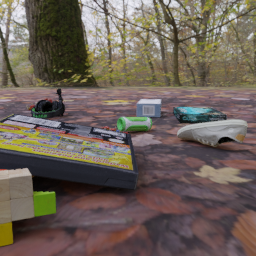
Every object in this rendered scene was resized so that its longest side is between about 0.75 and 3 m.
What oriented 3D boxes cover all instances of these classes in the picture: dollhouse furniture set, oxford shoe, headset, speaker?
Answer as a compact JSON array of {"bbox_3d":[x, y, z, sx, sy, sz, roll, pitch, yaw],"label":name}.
[{"bbox_3d":[-4.803,-1.162,15.385,1.298,0.528,0.699,-26,22,-27],"label":"dollhouse furniture set"},{"bbox_3d":[2.132,0.199,7.404,0.773,0.594,2.057,13,-14,-39],"label":"oxford shoe"},{"bbox_3d":[-3.596,-1.097,13.099,1.404,1.068,2.273,3,22,12],"label":"headset"},{"bbox_3d":[0.231,-0.131,9.309,1.137,0.503,0.503,-1,10,-31],"label":"speaker"}]

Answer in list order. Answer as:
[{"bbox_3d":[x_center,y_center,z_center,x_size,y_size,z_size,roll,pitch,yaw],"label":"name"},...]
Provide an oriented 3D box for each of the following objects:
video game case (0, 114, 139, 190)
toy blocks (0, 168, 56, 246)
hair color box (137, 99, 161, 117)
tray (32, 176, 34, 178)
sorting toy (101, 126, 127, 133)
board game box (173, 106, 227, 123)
[{"bbox_3d":[-1.279,0.326,5.396,2.810,0.358,2.539,10,12,-4],"label":"video game case"},{"bbox_3d":[-2.020,0.851,3.528,1.959,0.979,1.339,-4,0,-24],"label":"toy blocks"},{"bbox_3d":[1.057,-0.988,13.598,1.091,0.668,2.204,1,11,7],"label":"hair color box"},{"bbox_3d":[-3.012,0.687,5.172,2.524,0.467,1.245,1,10,8],"label":"tray"},{"bbox_3d":[-0.640,0.099,8.929,1.407,0.238,0.678,2,10,12],"label":"sorting toy"},{"bbox_3d":[3.052,-0.615,12.358,1.867,0.389,2.761,1,11,4],"label":"board game box"}]
